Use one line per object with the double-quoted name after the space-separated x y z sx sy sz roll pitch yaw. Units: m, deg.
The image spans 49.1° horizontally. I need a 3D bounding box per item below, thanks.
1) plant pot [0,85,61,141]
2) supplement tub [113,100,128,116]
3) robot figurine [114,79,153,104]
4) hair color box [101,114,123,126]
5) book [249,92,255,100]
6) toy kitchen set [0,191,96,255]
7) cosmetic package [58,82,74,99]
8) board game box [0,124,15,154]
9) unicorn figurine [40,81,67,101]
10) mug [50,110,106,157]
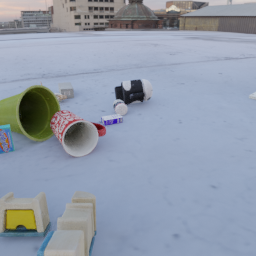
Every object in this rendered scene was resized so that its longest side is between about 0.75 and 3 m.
-4.182 -0.564 11.154 2.042 2.150 2.150 0 22 30 "plant pot"
-0.383 -0.994 13.419 0.588 0.588 0.838 -5 25 -12 "supplement tub"
0.304 -1.862 14.518 1.947 1.215 1.463 -8 61 -4 "robot figurine"
-0.706 -0.371 12.444 0.864 0.280 0.472 -12 26 -20 "hair color box"
7.434 -1.687 15.314 0.847 0.305 1.267 -23 33 -37 "book"
-1.827 2.439 5.402 2.245 1.651 2.803 0 5 0 "toy kitchen set"
-3.536 -2.157 15.955 0.750 0.633 1.404 -6 22 -15 "cosmetic package"
-4.731 0.458 9.804 1.290 0.981 0.290 -11 27 -21 "board game box"
-4.246 -1.734 15.010 2.100 0.775 1.442 21 19 10 "unicorn figurine"
-1.934 0.162 10.457 1.749 1.314 1.970 23 4 -36 "mug"
